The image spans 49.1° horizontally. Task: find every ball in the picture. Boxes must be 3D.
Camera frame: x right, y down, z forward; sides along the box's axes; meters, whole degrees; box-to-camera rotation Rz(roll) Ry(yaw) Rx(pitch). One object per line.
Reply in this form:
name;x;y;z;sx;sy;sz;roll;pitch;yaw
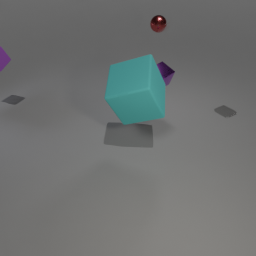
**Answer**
ball;1.291;-4.412;11.868;0.700;0.700;0.700;0;33;0

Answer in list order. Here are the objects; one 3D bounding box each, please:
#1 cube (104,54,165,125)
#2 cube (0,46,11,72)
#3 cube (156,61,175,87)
cube;0.274;-1.134;8.587;1.400;1.400;1.400;-10;53;22
cube;-5.234;-2.751;11.027;0.700;0.700;0.700;14;62;26
cube;1.271;-2.035;10.944;0.700;0.700;0.700;43;54;17
